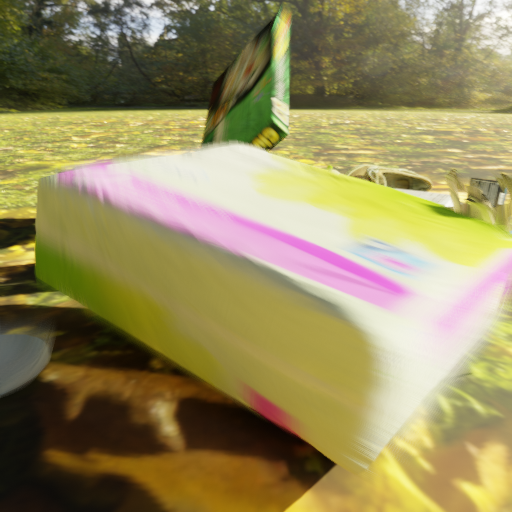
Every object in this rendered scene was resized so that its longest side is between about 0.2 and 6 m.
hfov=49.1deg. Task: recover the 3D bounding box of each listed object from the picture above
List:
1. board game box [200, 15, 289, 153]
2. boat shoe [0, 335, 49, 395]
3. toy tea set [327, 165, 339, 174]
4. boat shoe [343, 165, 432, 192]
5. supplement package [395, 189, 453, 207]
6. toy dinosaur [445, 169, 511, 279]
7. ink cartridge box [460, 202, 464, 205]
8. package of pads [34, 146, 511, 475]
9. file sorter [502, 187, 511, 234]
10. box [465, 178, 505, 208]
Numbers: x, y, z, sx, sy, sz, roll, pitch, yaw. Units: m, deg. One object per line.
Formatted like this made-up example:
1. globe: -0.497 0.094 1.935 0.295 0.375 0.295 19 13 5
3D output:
1. board game box: -0.294 -3.667 13.527 2.683 0.601 5.121 -35 34 32
2. boat shoe: -2.987 1.020 5.339 1.881 0.670 0.656 -12 34 -21
3. toy tea set: 1.085 -1.732 13.393 2.167 0.802 1.289 -2 6 -7
4. boat shoe: 3.051 -1.630 13.222 2.735 0.998 0.860 -6 13 -40
5. supplement package: 2.938 -0.680 10.358 1.184 0.899 0.892 10 20 27
6. toy dinosaur: 2.914 -0.280 6.965 0.773 1.344 2.657 -17 37 -4
7. ink cartridge box: 4.803 -0.876 12.106 0.779 0.198 0.884 25 15 -9
8. package of pads: 0.217 -0.019 6.390 4.480 1.528 3.461 24 28 32
9. file sorter: 5.319 -0.645 9.932 1.824 1.119 1.266 5 18 18
10. box: 5.193 -1.362 12.644 0.447 0.725 0.720 -2 15 -45
